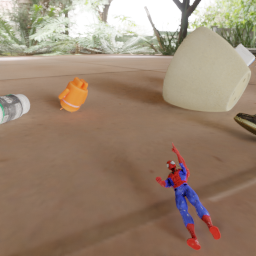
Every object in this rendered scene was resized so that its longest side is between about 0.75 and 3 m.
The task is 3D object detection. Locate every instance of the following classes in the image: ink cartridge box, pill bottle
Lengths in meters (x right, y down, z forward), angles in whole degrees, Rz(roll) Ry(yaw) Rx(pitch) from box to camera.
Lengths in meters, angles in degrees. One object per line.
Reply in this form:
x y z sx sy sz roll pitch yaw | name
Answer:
4.445 -2.454 12.808 0.885 2.653 1.537 47 24 10 | ink cartridge box
-3.841 -0.629 8.877 0.810 0.810 1.433 6 17 17 | pill bottle

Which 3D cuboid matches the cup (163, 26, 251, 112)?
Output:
2.904 -1.711 9.745 2.097 2.932 2.932 35 33 26 | cup

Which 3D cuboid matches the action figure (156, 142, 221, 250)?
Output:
0.704 0.811 3.889 0.486 0.738 1.491 -32 28 9 | action figure

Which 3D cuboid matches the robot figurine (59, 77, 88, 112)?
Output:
-1.865 -1.102 9.603 0.734 1.258 0.905 30 17 -2 | robot figurine

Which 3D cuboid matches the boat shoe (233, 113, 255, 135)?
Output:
3.524 -0.065 6.967 0.719 0.636 1.963 31 3 -33 | boat shoe
